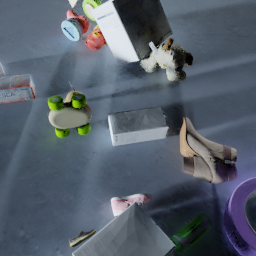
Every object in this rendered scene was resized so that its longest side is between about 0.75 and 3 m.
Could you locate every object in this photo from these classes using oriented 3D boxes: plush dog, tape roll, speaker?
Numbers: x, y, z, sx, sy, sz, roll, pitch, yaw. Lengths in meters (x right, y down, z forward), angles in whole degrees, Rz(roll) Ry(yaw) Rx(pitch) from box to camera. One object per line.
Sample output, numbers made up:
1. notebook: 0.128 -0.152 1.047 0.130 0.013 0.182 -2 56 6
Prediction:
1. plush dog: 1.980 -3.395 13.099 2.314 1.856 1.987 24 32 18
2. tape roll: 4.330 2.839 8.522 2.612 0.857 2.612 -1 52 1
3. speaker: 1.918 3.152 8.443 1.324 0.585 0.585 -31 58 -22

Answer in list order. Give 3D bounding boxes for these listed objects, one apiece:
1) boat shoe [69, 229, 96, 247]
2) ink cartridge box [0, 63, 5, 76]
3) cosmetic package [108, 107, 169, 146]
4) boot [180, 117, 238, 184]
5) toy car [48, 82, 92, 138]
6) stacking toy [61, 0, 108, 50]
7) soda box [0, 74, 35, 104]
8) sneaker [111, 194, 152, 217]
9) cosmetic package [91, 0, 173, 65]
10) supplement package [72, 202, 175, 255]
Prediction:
1. boat shoe: -1.392 3.283 8.510 0.862 0.316 0.279 -26 61 -19
2. ink cartridge box: -6.396 -2.747 13.338 0.811 0.206 0.920 -22 55 -18
3. cosmetic package: 0.376 -0.081 10.871 2.148 0.765 1.089 -8 52 -6
4. boot: 2.911 0.781 10.148 1.927 0.926 2.636 5 58 2
5. toy car: -2.273 -0.930 11.106 1.593 1.658 2.019 -7 42 -6
6. stacking toy: -2.295 -5.194 13.893 2.744 2.484 1.159 25 59 21
7. soda box: -5.369 -1.631 12.076 2.552 0.811 0.873 -8 52 -7
8. sneaker: 0.144 2.533 8.960 1.345 0.506 0.703 -8 57 1
9. cosmetic package: 0.292 -4.927 13.190 2.766 2.775 1.706 -43 29 -28
10. supplement package: -0.088 3.484 7.534 2.097 1.580 1.591 -34 59 -24
